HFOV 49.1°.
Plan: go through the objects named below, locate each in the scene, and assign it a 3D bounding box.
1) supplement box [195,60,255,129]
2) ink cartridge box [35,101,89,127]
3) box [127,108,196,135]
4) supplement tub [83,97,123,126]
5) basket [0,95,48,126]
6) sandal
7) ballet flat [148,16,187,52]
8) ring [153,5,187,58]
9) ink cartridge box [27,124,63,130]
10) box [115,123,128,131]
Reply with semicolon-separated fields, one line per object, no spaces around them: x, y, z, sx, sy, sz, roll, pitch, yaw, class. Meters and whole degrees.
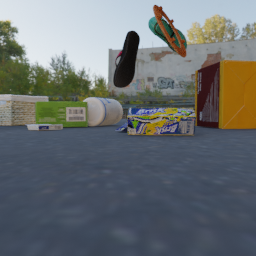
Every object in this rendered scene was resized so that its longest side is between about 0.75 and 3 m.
3.954;-1.254;11.265;1.669;2.479;2.513;0;2;-10;supplement box
-3.010;-0.580;12.369;2.068;1.060;2.798;-1;1;-18;ink cartridge box
0.799;-0.165;6.872;1.623;0.522;0.569;1;26;4;box
-1.256;-0.770;13.427;1.342;1.342;2.034;1;4;25;supplement tub
-5.467;-0.889;14.298;1.647;1.499;2.430;2;4;31;basket
-0.088;-2.255;9.361;0.464;2.059;0.773;2;-18;43;sandal
1.525;-3.637;10.755;2.183;0.735;0.768;20;25;-48;ballet flat
1.478;-3.288;9.432;0.192;2.004;2.004;-29;-12;29;ring
-2.810;-0.027;9.329;0.917;0.186;0.916;2;3;44;ink cartridge box
0.147;-0.142;8.225;1.037;0.168;0.628;-33;11;-18;box
